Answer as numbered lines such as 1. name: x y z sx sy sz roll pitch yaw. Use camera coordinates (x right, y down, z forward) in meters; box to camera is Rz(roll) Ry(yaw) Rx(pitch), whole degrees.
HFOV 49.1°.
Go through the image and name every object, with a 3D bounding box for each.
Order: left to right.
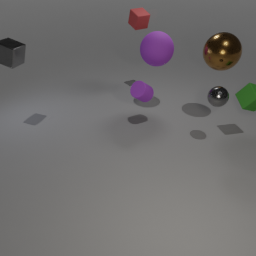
1. cube: -3.953 -2.519 9.400 0.700 0.700 0.700 22 33 5
2. cube: 0.513 -5.089 13.058 0.700 0.700 0.700 -19 55 -26
3. cylinder: 0.557 -1.439 11.076 0.700 0.700 0.700 23 3 34
4. ball: 1.193 -3.256 11.555 1.400 1.400 1.400 0 30 0
5. ball: 3.037 -1.059 9.438 0.700 0.700 0.700 0 30 0
6. ball: 3.525 -2.855 10.491 1.400 1.400 1.400 0 30 0
7. cube: 4.480 -1.104 10.123 0.700 0.700 0.700 7 54 -31
